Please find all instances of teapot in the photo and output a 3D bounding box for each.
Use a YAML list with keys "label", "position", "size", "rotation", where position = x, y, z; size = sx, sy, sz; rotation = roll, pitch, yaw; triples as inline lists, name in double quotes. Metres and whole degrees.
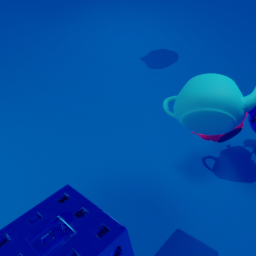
- label: "teapot"
  position: [2.178, -0.070, 6.593]
  size: [1.395, 0.867, 0.683]
  rotation: [-33, 63, 14]
- label: "teapot"
  position: [1.492, -0.473, 4.900]
  size: [1.943, 1.208, 0.951]
  rotation: [-5, 60, 33]

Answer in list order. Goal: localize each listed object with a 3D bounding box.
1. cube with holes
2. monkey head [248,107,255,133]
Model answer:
- label: "cube with holes"
  position: [-0.647, 1.499, 2.969]
  size: [1.070, 1.070, 1.070]
  rotation: [-33, 35, -32]
- label: "monkey head"
  position: [3.429, -0.344, 6.292]
  size: [1.837, 1.322, 1.107]
  rotation: [19, 14, 3]
